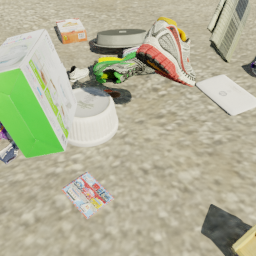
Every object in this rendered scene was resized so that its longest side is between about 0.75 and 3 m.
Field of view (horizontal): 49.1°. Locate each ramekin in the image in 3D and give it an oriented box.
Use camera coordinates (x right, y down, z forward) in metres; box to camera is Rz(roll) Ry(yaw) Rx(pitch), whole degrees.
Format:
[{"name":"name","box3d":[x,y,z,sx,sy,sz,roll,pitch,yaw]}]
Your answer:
[{"name":"ramekin","box3d":[-1.459,-0.495,9.915,2.202,1.156,2.202,0,43,0]}]

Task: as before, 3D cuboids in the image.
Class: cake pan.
[{"name":"cake pan","box3d":[-0.298,-4.590,14.160,2.909,0.533,2.909,-2,26,1]}]

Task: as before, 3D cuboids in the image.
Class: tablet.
[{"name":"tablet","box3d":[4.122,-1.440,11.599,1.562,0.164,2.401,-20,45,-16]}]

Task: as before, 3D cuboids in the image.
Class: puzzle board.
[{"name":"puzzle board","box3d":[-1.176,1.904,8.117,0.971,0.112,1.288,-32,51,-30]}]

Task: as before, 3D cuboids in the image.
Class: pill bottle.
[{"name":"pill bottle","box3d":[-4.004,0.085,9.715,1.051,0.585,0.585,-6,43,-7]}]

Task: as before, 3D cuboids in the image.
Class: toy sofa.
[{"name":"toy sofa","box3d":[3.522,3.321,6.113,1.008,1.187,2.433,-40,52,-4]}]

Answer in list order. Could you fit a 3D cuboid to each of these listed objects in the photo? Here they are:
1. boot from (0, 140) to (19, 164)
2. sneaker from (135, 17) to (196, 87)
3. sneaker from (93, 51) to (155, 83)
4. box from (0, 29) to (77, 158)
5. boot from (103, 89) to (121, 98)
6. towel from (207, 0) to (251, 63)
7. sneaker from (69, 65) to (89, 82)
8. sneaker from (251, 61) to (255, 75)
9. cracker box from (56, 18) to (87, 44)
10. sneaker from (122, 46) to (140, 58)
[{"name":"boot","box3d":[-3.741,0.755,9.211,0.464,0.374,1.028,31,59,20]},{"name":"sneaker","box3d":[1.214,-1.774,6.917,1.066,1.126,2.740,28,7,23]},{"name":"sneaker","box3d":[-0.035,-2.465,12.228,2.945,1.149,1.255,-10,51,3]},{"name":"box","box3d":[-1.881,-0.719,5.776,0.956,1.978,1.746,-10,40,9]},{"name":"boot","box3d":[-0.683,-1.470,11.610,0.784,0.294,0.420,1,38,3]},{"name":"towel","box3d":[3.456,-3.614,9.547,0.402,2.328,2.241,23,4,33]},{"name":"sneaker","box3d":[-2.170,-2.541,12.483,0.415,0.632,1.099,27,49,26]},{"name":"sneaker","box3d":[6.432,-3.104,12.965,1.334,0.848,2.340,11,44,16]},{"name":"cracker box","box3d":[-3.171,-5.442,15.626,1.339,0.577,2.000,-14,44,-15]},{"name":"sneaker","box3d":[0.815,-3.863,13.701,2.320,0.902,1.623,-4,44,-6]}]
